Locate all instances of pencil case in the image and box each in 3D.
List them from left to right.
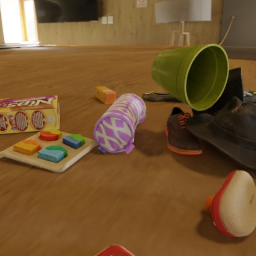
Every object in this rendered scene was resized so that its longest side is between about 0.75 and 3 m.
[{"bbox_3d":[-0.101,-0.211,7.579,1.072,1.053,2.508,33,24,-3],"label":"pencil case"}]

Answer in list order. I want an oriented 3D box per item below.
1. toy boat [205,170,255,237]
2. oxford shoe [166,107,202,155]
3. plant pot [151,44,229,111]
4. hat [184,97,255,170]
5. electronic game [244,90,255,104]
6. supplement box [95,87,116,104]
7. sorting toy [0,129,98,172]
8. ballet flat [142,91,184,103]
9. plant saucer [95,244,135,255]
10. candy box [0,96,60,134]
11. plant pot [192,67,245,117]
[{"bbox_3d":[1.557,1.188,4.383,0.750,0.749,1.147,-24,2,38],"label":"toy boat"},{"bbox_3d":[1.358,0.039,7.175,0.767,0.781,2.154,-2,20,-5],"label":"oxford shoe"},{"bbox_3d":[1.383,-1.347,6.834,1.501,1.501,1.446,-14,27,-34],"label":"plant pot"},{"bbox_3d":[2.662,-0.115,6.435,2.569,1.036,2.569,16,25,-8],"label":"hat"},{"bbox_3d":[4.343,-1.061,10.525,2.744,0.571,2.744,0,20,0],"label":"electronic game"},{"bbox_3d":[-0.942,-1.377,11.568,0.479,0.464,1.393,-9,22,-24],"label":"supplement box"},{"bbox_3d":[-1.836,0.414,6.787,1.893,0.345,1.752,8,21,21],"label":"sorting toy"},{"bbox_3d":[1.582,-1.341,11.437,2.052,0.476,0.691,6,21,16],"label":"ballet flat"},{"bbox_3d":[-0.151,2.124,1.801,2.985,0.548,2.979,-18,27,-42],"label":"plant saucer"},{"bbox_3d":[-3.421,-0.406,8.491,2.599,0.734,1.516,-6,21,-11],"label":"candy box"},{"bbox_3d":[2.764,-0.811,8.557,1.491,1.680,1.676,-6,17,24],"label":"plant pot"}]
